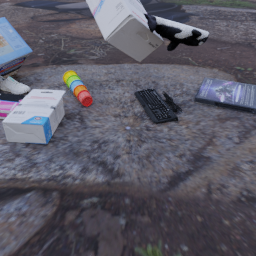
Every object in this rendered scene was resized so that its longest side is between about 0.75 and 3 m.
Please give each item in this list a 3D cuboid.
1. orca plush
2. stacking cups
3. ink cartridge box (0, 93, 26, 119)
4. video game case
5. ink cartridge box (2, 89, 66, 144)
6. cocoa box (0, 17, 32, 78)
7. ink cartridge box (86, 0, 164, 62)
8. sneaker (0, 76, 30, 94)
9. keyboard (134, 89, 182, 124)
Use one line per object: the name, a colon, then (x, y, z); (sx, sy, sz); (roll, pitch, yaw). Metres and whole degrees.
orca plush: (1.406, -2.645, 8.273); (1.255, 0.848, 2.386); (34, 29, 34)
stacking cups: (-1.875, -1.490, 10.397); (0.625, 0.625, 2.066); (-14, 36, -20)
ink cartridge box: (-4.512, -0.784, 9.566); (2.399, 0.445, 1.136); (4, 34, 10)
video game case: (4.000, -1.206, 10.315); (2.730, 0.259, 1.950); (13, 36, 20)
ink cartridge box: (-2.763, -0.426, 8.710); (1.234, 0.722, 2.128); (4, 34, 6)
cocoa box: (-5.414, -2.768, 10.654); (1.740, 1.769, 2.652); (-32, 11, 39)
ink cartridge box: (-0.211, -3.634, 8.909); (1.894, 1.099, 2.616); (15, 45, -53)
sneaker: (-4.388, -1.678, 10.699); (1.347, 0.596, 0.507); (11, 34, 16)
keyboard: (1.065, -0.954, 9.778); (1.170, 0.445, 2.248); (-10, 36, -14)
